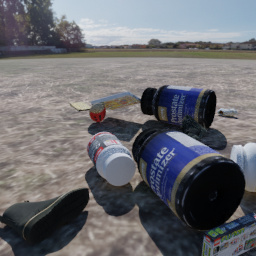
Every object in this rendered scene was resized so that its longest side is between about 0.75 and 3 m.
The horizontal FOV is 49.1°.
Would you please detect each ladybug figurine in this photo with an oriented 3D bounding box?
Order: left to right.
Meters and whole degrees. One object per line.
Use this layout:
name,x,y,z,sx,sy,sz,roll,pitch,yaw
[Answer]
ladybug figurine,-1.207,-0.581,11.422,0.730,1.075,0.387,-24,60,-12

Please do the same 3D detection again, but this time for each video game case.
video game case,-0.438,-1.090,11.761,1.707,0.195,1.554,-13,-11,22

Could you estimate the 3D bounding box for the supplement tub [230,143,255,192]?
supplement tub,3.192,0.919,6.363,1.541,1.121,1.121,4,18,12

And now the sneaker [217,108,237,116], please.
sneaker,4.496,-0.684,12.690,0.859,0.328,0.347,7,25,41

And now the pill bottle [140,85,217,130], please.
pill bottle,1.980,-0.907,11.288,2.794,1.563,1.563,11,21,32

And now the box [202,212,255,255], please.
box,1.676,1.802,4.515,1.082,0.595,0.188,-9,21,-27

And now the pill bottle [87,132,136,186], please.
pill bottle,-0.440,0.760,7.171,0.936,0.936,1.615,-7,19,-19

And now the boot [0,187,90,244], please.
boot,-1.616,1.513,5.522,1.067,0.597,1.542,7,18,36

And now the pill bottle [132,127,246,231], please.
pill bottle,1.069,0.863,6.021,1.447,1.447,2.587,-7,19,-21

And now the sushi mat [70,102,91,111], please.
sushi mat,-2.401,-1.118,14.323,0.756,0.096,1.580,-8,19,-27

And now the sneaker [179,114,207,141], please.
sneaker,1.898,0.116,8.935,0.893,0.596,1.559,47,38,10
